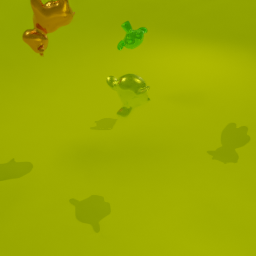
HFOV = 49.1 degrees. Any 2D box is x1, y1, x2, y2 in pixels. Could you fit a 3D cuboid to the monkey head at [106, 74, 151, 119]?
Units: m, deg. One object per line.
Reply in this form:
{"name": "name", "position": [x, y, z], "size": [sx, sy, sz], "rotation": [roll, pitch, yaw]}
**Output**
{"name": "monkey head", "position": [-0.003, -0.650, 5.544], "size": [1.153, 0.695, 0.829], "rotation": [24, 70, 41]}

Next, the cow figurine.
{"name": "cow figurine", "position": [-1.811, -2.356, 6.414], "size": [1.316, 1.295, 0.723], "rotation": [-17, 33, -9]}

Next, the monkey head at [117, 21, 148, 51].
{"name": "monkey head", "position": [0.088, -2.758, 8.320], "size": [1.085, 0.780, 0.654], "rotation": [-34, 13, 2]}
